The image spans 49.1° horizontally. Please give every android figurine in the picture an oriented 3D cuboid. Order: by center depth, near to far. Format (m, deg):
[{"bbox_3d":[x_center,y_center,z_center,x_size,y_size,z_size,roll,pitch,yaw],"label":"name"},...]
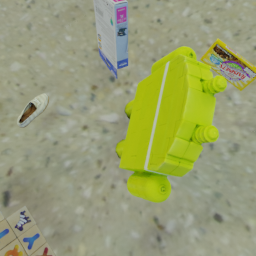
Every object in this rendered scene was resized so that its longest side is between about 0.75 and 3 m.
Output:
[{"bbox_3d":[0.520,-0.103,4.408,0.556,2.707,2.464,17,76,-19],"label":"android figurine"}]

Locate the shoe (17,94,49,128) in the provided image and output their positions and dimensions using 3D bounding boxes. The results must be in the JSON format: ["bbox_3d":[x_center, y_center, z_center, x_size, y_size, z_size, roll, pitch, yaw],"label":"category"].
[{"bbox_3d":[-2.023,-0.388,5.985,0.320,0.244,0.914,35,74,3],"label":"shoe"}]

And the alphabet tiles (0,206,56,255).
[{"bbox_3d":[-2.055,1.921,4.015,1.771,0.080,2.119,-32,93,-44],"label":"alphabet tiles"}]

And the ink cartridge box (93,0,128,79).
[{"bbox_3d":[-0.338,-1.934,5.720,0.345,1.642,0.980,-21,52,-20],"label":"ink cartridge box"}]

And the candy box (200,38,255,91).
[{"bbox_3d":[1.866,-1.139,5.127,0.995,0.509,0.131,37,52,-1],"label":"candy box"}]
